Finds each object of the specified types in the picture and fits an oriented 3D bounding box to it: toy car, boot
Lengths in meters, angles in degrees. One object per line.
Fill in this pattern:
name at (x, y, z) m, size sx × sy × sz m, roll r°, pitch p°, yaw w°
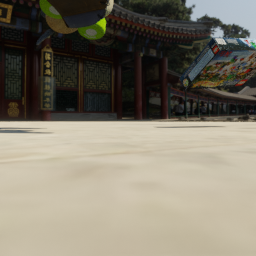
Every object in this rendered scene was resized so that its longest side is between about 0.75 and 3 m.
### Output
toy car at (-1.883, -3.389, 7.718) m, size 2.034 × 2.118 × 2.578 m, roll 21°, pitch -24°, yaw -41°
boot at (-0.449, -2.821, 5.438) m, size 2.747 × 1.026 × 1.331 m, roll 0°, pitch -39°, yaw 25°

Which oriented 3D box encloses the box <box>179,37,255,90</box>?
box at (3.310, -2.059, 9.163) m, size 2.745 × 0.517 × 1.875 m, roll -8°, pitch -26°, yaw -28°
